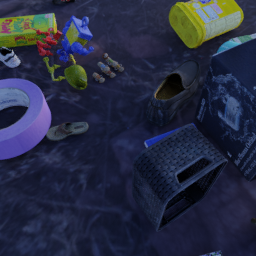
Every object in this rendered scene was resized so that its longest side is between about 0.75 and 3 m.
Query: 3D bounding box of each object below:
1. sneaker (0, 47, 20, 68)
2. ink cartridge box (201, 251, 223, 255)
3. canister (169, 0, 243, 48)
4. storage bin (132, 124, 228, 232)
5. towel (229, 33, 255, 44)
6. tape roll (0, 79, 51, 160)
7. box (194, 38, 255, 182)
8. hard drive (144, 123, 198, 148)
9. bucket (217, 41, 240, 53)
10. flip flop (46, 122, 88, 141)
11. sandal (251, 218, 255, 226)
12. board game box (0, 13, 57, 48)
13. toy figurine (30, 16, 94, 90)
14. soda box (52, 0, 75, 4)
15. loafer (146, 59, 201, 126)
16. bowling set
[{"bbox_3d":[-4.606,-2.714,10.067,1.556,0.623,0.574,19,59,14],"label":"sneaker"},{"bbox_3d":[1.831,3.588,5.891,0.917,0.424,1.683,-11,56,-7],"label":"ink cartridge box"},{"bbox_3d":[3.016,-4.230,10.739,2.336,1.011,1.735,-27,73,-19],"label":"canister"},{"bbox_3d":[1.038,1.195,6.353,1.595,2.360,1.106,-29,61,-18],"label":"storage bin"},{"bbox_3d":[5.204,-2.930,10.427,2.399,0.281,1.830,-16,58,-12],"label":"towel"},{"bbox_3d":[-3.583,-0.323,8.187,2.476,0.812,2.476,-2,52,3],"label":"tape roll"},{"bbox_3d":[3.266,-0.414,7.318,1.530,2.562,2.605,-24,59,-14],"label":"box"},{"bbox_3d":[1.433,0.548,8.091,1.611,0.204,1.063,-20,58,-13],"label":"hard drive"},{"bbox_3d":[3.583,-2.381,9.529,1.121,1.121,0.729,-24,40,-16],"label":"bucket"},{"bbox_3d":[-1.817,0.028,8.348,1.266,0.364,0.513,-12,57,-8],"label":"flip flop"},{"bbox_3d":[3.679,2.881,6.282,2.145,0.877,0.586,41,86,16],"label":"sandal"},{"bbox_3d":[-3.935,-3.756,10.803,2.272,0.541,1.154,-8,56,-5],"label":"board game box"},{"bbox_3d":[-1.860,-2.868,9.167,1.506,1.711,2.856,13,40,-48],"label":"toy figurine"},{"bbox_3d":[-2.826,-5.689,12.231,0.997,0.353,0.316,-9,59,-7],"label":"soda box"},{"bbox_3d":[1.581,-1.342,8.863,1.052,1.045,2.891,24,58,17],"label":"loafer"},{"bbox_3d":[-0.686,-2.096,9.578,0.599,0.777,1.116,39,68,22],"label":"bowling set"}]
